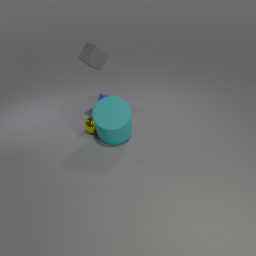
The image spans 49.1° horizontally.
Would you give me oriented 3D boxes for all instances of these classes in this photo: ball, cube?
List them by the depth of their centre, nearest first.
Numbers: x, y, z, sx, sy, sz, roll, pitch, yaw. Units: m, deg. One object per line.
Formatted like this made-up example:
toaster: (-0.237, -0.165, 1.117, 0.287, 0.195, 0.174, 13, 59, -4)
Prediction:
cube: (-1.274, -2.619, 10.302, 0.700, 0.700, 0.700, 33, 4, 43)
ball: (-1.459, -0.122, 11.542, 0.700, 0.700, 0.700, 0, 30, 0)

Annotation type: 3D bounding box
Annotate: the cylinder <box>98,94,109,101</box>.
cylinder: (-1.066, -1.189, 13.134, 0.700, 0.700, 0.700, 15, 1, 0)

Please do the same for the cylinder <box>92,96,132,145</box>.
cylinder: (-0.558, -0.262, 10.591, 1.400, 1.400, 1.400, -1, 64, 3)
